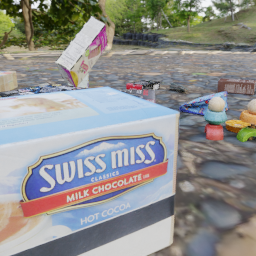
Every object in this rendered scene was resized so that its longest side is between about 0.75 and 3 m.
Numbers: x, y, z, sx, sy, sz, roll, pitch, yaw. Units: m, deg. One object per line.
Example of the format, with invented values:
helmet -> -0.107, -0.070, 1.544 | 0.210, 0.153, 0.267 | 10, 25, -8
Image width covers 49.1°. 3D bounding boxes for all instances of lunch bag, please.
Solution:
lunch bag -> 2.682, -0.865, 10.171 | 1.503, 0.707, 1.131 | 4, 20, 41

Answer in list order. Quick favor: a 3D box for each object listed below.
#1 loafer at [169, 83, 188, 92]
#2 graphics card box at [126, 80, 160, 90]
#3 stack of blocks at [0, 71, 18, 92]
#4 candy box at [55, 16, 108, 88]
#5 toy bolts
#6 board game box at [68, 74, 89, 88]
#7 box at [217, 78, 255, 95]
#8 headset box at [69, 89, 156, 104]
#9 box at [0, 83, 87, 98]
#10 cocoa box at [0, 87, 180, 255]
loafer -> 2.444, -1.873, 13.575 | 0.433, 0.379, 1.205 | 25, 7, -35
graphics card box -> 0.771, -2.084, 13.973 | 0.966, 0.392, 1.540 | 15, 25, 39
stack of blocks -> -6.710, -2.072, 13.230 | 1.640, 0.834, 2.848 | 2, 20, 7
candy box -> -1.268, -2.132, 8.024 | 0.521, 1.708, 1.164 | 33, -12, 7
toy bolts -> 2.897, -0.352, 7.791 | 1.613, 1.119, 1.541 | 1, 19, 3
board game box -> -2.702, -2.813, 15.073 | 1.067, 1.048, 2.034 | -3, 19, -9
box -> 5.184, -1.997, 13.413 | 1.658, 0.621, 0.830 | 10, 21, 23
headset box -> -0.391, -0.381, 7.864 | 2.956, 1.109, 2.197 | 2, 19, 5
box -> -3.025, -1.088, 10.621 | 2.800, 0.696, 2.779 | 17, 25, 41
cocoa box -> -1.087, 0.658, 3.566 | 2.947, 1.934, 1.965 | -11, 22, -28
